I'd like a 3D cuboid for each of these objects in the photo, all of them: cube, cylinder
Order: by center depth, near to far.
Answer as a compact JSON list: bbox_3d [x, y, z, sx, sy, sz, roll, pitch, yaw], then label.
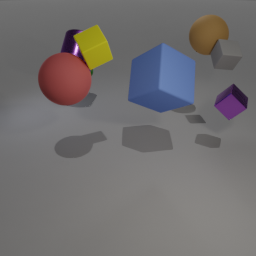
[{"bbox_3d":[-0.905,-2.110,7.357,0.700,0.700,0.700,-26,62,-3],"label":"cube"},{"bbox_3d":[1.008,-1.408,8.358,1.400,1.400,1.400,17,-19,-35],"label":"cube"},{"bbox_3d":[3.260,-0.821,8.836,0.700,0.700,0.700,42,41,-7],"label":"cube"},{"bbox_3d":[3.286,-2.450,9.398,0.700,0.700,0.700,3,60,-9],"label":"cube"},{"bbox_3d":[-2.119,-3.187,11.859,1.400,1.400,1.400,12,-11,2],"label":"cylinder"}]

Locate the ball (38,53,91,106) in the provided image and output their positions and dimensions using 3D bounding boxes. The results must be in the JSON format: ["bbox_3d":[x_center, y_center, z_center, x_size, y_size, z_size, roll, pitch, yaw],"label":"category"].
[{"bbox_3d":[-1.688,-1.305,7.536,1.400,1.400,1.400,0,28,0],"label":"ball"}]

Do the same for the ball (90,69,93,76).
[{"bbox_3d":[-1.980,-2.673,13.146,0.700,0.700,0.700,0,28,0],"label":"ball"}]

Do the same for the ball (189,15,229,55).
[{"bbox_3d":[2.932,-3.372,10.193,1.400,1.400,1.400,0,28,0],"label":"ball"}]
